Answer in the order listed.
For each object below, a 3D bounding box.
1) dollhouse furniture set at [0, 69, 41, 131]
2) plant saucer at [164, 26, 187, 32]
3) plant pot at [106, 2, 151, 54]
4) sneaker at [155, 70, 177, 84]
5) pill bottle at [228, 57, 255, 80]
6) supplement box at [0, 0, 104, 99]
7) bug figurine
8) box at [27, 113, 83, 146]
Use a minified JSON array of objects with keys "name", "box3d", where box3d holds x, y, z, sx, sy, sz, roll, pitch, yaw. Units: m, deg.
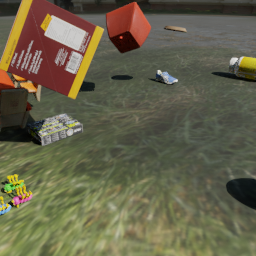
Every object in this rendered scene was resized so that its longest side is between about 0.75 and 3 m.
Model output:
[{"name":"dollhouse furniture set","box3d":[-4.114,-1.336,8.962,2.866,1.477,2.835,-12,46,-39]},{"name":"plant saucer","box3d":[1.968,-4.114,11.637,0.968,0.143,0.968,8,18,-3]},{"name":"plant pot","box3d":[-0.038,-3.549,10.352,1.303,1.304,1.149,-10,58,30]},{"name":"sneaker","box3d":[1.748,-2.334,12.955,1.200,0.462,0.454,22,33,35]},{"name":"pill bottle","box3d":[5.807,-2.885,13.457,1.721,0.967,0.967,20,33,32]},{"name":"supplement box","box3d":[-1.812,-1.926,6.778,1.812,1.787,1.203,22,11,-16]},{"name":"bug figurine","box3d":[-2.564,1.403,5.798,1.004,0.333,1.295,-14,26,-37]},{"name":"box","box3d":[-2.234,0.009,8.553,1.345,0.298,1.077,-21,34,-35]}]
